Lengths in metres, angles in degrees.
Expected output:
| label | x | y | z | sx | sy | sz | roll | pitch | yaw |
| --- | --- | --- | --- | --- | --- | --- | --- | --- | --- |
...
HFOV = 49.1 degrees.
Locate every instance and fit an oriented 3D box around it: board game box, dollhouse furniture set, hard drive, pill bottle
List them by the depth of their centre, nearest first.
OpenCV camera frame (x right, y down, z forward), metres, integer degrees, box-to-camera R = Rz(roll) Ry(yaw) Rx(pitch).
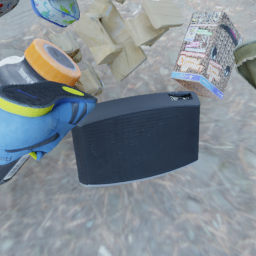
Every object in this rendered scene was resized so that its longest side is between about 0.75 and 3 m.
| label | x | y | z | sx | sy | sz | roll | pitch | yaw |
| --- | --- | --- | --- | --- | --- | --- | --- | --- | --- |
| pill bottle | -1.862 | -0.271 | 4.697 | 2.466 | 1.310 | 1.310 | -46 | 58 | 18 |
| hard drive | 0.216 | 0.217 | 4.745 | 2.223 | 1.500 | 0.471 | -10 | 24 | -15 |
| dollhouse furniture set | -0.476 | -2.303 | 5.543 | 1.751 | 2.471 | 2.690 | -29 | 86 | -50 |
| board game box | 1.751 | -1.543 | 6.132 | 0.726 | 1.195 | 1.499 | 19 | 90 | 42 |

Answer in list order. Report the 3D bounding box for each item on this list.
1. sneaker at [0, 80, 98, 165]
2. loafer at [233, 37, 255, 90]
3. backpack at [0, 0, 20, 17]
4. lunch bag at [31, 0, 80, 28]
| label | x | y | z | sx | sy | sz | roll | pitch | yaw |
| --- | --- | --- | --- | --- | --- | --- | --- | --- | --- |
| sneaker | -0.732 | -0.087 | 2.580 | 0.493 | 0.586 | 1.495 | 22 | 16 | 8 |
| loafer | 2.631 | -0.500 | 4.367 | 2.483 | 0.934 | 0.865 | 30 | 70 | -15 |
| backpack | -3.080 | -3.220 | 5.919 | 1.412 | 1.833 | 1.746 | 41 | 67 | -10 |
| lunch bag | -1.731 | -3.111 | 6.328 | 0.596 | 1.162 | 1.445 | -17 | 85 | 27 |
